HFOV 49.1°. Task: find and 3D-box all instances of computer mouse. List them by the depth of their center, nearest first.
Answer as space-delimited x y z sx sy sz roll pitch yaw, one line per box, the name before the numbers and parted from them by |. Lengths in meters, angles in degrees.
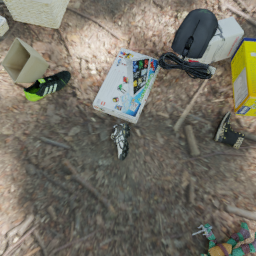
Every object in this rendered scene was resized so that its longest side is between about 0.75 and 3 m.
computer mouse | 2.408 -3.216 9.896 1.998 0.760 2.885 19 72 13

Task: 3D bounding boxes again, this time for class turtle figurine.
turtle figurine | 2.888 3.716 8.609 2.250 1.133 1.684 -18 28 -9

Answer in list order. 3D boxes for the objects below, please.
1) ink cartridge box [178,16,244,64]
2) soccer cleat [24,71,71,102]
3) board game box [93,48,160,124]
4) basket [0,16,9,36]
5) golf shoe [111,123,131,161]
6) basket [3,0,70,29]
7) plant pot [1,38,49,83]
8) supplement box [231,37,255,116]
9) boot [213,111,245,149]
ink cartridge box | 3.244 -3.341 11.205 2.141 1.555 0.893 -19 68 -7
soccer cleat | -3.117 -1.721 10.953 1.972 0.799 0.666 -34 72 -13
board game box | 0.009 -1.737 11.119 1.791 0.491 2.837 21 70 9
basket | -5.795 -4.542 12.231 0.942 0.581 0.639 28 70 10
golf shoe | -0.301 0.518 10.251 0.674 0.554 1.426 -1 63 16
basket | -3.846 -5.892 12.073 2.353 1.892 2.332 12 68 6
plant pot | -3.828 -2.457 10.714 1.250 1.108 1.252 47 110 26
supplement box | 4.930 -1.905 10.674 1.436 1.427 2.622 5 68 1
boot | 3.835 0.093 10.391 0.966 0.470 1.283 27 70 9
